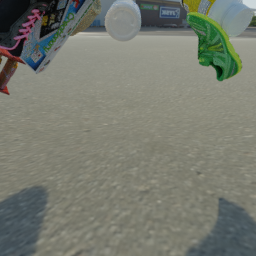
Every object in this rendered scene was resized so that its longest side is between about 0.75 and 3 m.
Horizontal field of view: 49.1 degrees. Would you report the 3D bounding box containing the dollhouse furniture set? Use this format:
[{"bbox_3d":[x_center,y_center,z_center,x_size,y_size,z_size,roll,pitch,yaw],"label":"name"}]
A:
[{"bbox_3d":[-4.086,-2.267,8.733,0.939,1.242,2.308,18,28,-46],"label":"dollhouse furniture set"}]

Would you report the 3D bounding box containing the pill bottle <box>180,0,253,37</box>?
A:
[{"bbox_3d":[2.965,-4.126,9.469,1.346,1.346,2.418,-14,52,-30],"label":"pill bottle"}]

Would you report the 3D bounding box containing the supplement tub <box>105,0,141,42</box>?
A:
[{"bbox_3d":[-0.159,-4.146,10.638,1.321,1.321,2.002,1,31,1],"label":"supplement tub"}]

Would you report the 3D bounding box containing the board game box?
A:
[{"bbox_3d":[-2.012,-2.731,6.549,1.616,2.559,0.443,45,30,-5],"label":"board game box"}]

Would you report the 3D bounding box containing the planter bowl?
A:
[{"bbox_3d":[-1.521,-3.793,8.493,1.144,1.700,1.700,-10,18,21],"label":"planter bowl"}]

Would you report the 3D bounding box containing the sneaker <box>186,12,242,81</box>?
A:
[{"bbox_3d":[2.423,-2.323,8.178,0.991,2.372,0.878,-41,19,7],"label":"sneaker"}]

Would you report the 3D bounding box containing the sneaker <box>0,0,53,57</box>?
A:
[{"bbox_3d":[-2.261,-2.163,5.660,2.778,1.325,1.098,-22,7,15],"label":"sneaker"}]
